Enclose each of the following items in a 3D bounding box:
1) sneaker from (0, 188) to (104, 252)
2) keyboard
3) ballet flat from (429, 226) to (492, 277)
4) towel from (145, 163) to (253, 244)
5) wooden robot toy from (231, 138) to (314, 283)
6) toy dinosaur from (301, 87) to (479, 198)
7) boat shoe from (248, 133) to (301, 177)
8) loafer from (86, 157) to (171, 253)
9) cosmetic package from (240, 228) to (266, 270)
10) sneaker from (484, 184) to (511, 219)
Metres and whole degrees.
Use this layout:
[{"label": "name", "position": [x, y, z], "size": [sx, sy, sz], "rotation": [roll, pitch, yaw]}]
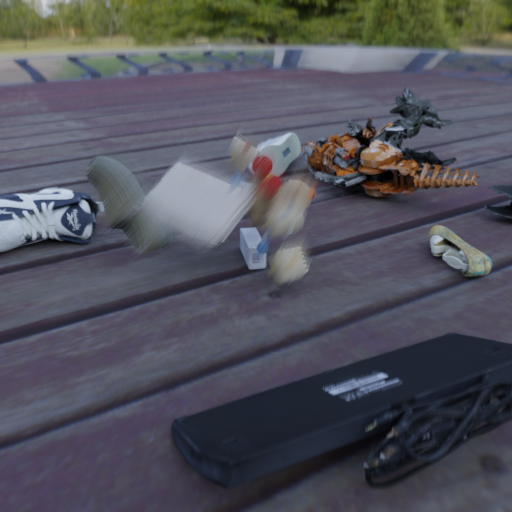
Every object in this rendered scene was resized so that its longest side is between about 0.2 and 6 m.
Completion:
[{"label": "sneaker", "position": [-4.146, -0.698, 11.102], "size": [1.751, 1.074, 2.690], "rotation": [4, 15, 27]}, {"label": "keyboard", "position": [1.416, 1.931, 6.523], "size": [4.464, 0.885, 2.324], "rotation": [-13, 6, -22]}, {"label": "ballet flat", "position": [3.655, -0.096, 10.536], "size": [0.603, 0.603, 1.707], "rotation": [-10, 29, -19]}, {"label": "towel", "position": [-1.034, -0.927, 9.814], "size": [1.782, 0.307, 1.181], "rotation": [26, 63, 23]}, {"label": "wooden robot toy", "position": [0.540, -1.007, 9.976], "size": [1.315, 1.277, 2.898], "rotation": [-10, 62, -21]}, {"label": "toy dinosaur", "position": [3.291, -2.284, 14.017], "size": [3.100, 2.333, 4.568], "rotation": [-34, 59, -27]}, {"label": "boat shoe", "position": [0.353, -2.714, 15.688], "size": [0.935, 0.916, 2.625], "rotation": [-10, 20, 35]}, {"label": "loafer", "position": [-2.218, -0.829, 9.371], "size": [1.903, 0.716, 0.663], "rotation": [49, 50, 0]}, {"label": "cosmetic package", "position": [-0.068, -0.154, 10.718], "size": [0.347, 0.477, 0.938], "rotation": [-5, 28, -9]}, {"label": "sneaker", "position": [6.877, -1.399, 12.627], "size": [3.358, 1.008, 1.751], "rotation": [-21, 37, -30]}]
